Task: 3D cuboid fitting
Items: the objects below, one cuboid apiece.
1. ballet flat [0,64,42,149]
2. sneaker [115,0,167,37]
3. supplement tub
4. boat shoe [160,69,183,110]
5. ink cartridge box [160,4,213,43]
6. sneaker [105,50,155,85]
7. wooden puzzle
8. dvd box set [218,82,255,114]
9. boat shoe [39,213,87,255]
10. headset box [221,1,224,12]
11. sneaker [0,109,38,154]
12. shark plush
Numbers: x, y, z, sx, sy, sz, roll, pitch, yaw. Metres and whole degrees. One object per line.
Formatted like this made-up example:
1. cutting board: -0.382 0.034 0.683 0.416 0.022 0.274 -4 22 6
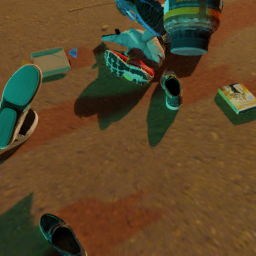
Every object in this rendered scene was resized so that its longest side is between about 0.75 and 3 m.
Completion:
1. ballet flat: -2.315 -0.449 5.842 0.641 0.641 1.845 21 86 17
2. sneaker: 0.405 -3.572 8.558 0.819 0.852 2.173 -40 79 -7
3. supplement tub: 1.580 -3.151 6.809 1.388 2.595 1.388 4 5 0
4. boat shoe: 1.455 -1.411 9.166 0.644 0.544 1.807 -3 49 -3
5. ink cartridge box: 2.299 -4.419 11.516 2.179 0.922 1.575 -12 50 -9
6. sneaker: 0.045 -2.161 9.817 1.957 0.754 0.831 33 47 15
7. wooden puzzle: -2.854 -2.384 10.238 2.123 0.248 1.433 -11 54 -9
8. dvd box set: 3.582 -0.982 9.041 0.855 0.172 1.168 -16 51 -12
9. boat shoe: -1.440 2.301 5.996 0.543 0.481 1.452 -33 57 -25
10. headset box: 3.607 -5.027 11.996 0.742 0.998 0.374 -12 50 -12
11. sneaker: -3.499 -0.033 7.427 0.892 1.366 2.442 29 55 22
12. shark plush: 0.118 -3.133 10.444 2.898 1.317 1.207 27 85 16
